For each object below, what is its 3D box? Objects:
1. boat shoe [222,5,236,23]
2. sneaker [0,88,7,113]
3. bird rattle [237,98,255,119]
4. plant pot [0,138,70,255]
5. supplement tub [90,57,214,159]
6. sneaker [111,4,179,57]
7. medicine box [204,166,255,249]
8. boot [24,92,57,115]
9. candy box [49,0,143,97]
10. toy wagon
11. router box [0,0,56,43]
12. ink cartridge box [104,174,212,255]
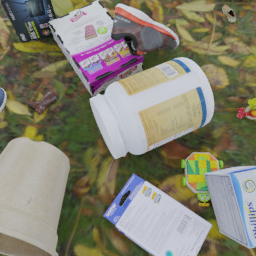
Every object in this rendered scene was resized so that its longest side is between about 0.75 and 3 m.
[{"bbox_3d":[3.899,-4.434,10.718,0.321,0.288,0.867,-17,66,-8],"label":"boat shoe"},{"bbox_3d":[-4.622,-0.554,8.541,0.788,0.888,2.101,29,67,13],"label":"sneaker"},{"bbox_3d":[3.792,-0.495,8.653,0.632,0.775,0.436,34,34,-4],"label":"bird rattle"},{"bbox_3d":[-2.557,1.645,6.817,2.573,2.573,2.355,11,54,5],"label":"plant pot"},{"bbox_3d":[0.626,-0.535,7.855,2.932,2.121,2.121,-23,67,-10],"label":"supplement tub"},{"bbox_3d":[0.471,-2.827,8.833,1.132,2.939,1.203,36,109,38],"label":"sneaker"},{"bbox_3d":[2.707,1.784,6.754,0.900,1.749,1.593,-12,82,-5],"label":"medicine box"},{"bbox_3d":[-2.814,-0.950,9.067,0.787,0.271,0.845,39,73,3],"label":"boot"},{"bbox_3d":[-1.105,-2.774,9.574,2.028,0.907,2.974,-29,69,-12],"label":"candy box"},{"bbox_3d":[2.131,1.434,7.919,1.175,0.300,1.515,1,64,1],"label":"toy wagon"},{"bbox_3d":[-3.264,-3.907,9.527,1.487,1.985,0.617,-15,67,-7],"label":"router box"},{"bbox_3d":[0.750,2.463,7.323,2.451,0.514,1.462,33,69,11],"label":"ink cartridge box"}]
